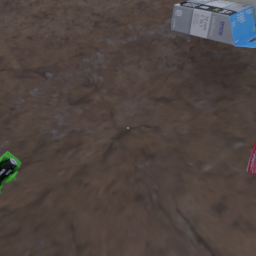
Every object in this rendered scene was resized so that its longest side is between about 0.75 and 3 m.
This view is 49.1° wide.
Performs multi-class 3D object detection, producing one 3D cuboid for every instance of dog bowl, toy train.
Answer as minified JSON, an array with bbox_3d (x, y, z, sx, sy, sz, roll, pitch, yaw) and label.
[{"bbox_3d":[2.977,-4.029,7.421,2.519,2.519,0.992,34,62,20],"label":"dog bowl"},{"bbox_3d":[-2.403,1.109,4.167,1.989,0.561,0.415,-42,107,-1],"label":"toy train"}]

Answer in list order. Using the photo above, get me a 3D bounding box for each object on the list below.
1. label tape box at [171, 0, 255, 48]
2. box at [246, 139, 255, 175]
[{"bbox_3d":[2.439,-2.730,7.106,2.173,0.718,1.557,25,41,31],"label":"label tape box"},{"bbox_3d":[2.658,0.021,4.478,0.891,0.853,1.786,17,89,12],"label":"box"}]
